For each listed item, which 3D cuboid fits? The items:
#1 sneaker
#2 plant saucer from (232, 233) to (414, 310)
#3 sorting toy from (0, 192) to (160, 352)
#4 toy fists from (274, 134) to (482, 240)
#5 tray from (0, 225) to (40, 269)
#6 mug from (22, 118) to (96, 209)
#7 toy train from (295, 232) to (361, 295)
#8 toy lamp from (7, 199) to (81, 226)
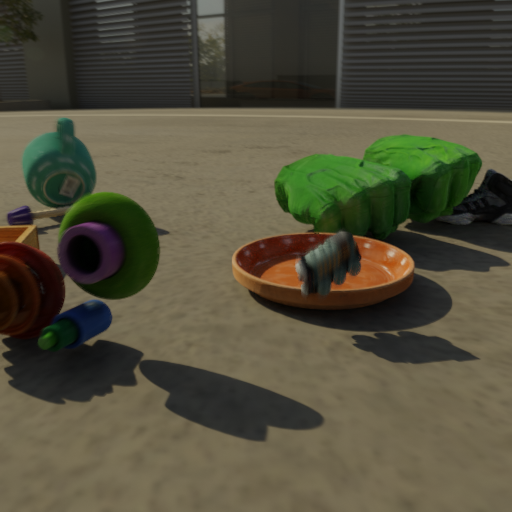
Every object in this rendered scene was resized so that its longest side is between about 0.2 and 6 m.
[{"bbox_3d":[4.310,-1.177,10.957,1.843,1.049,0.695,2,18,6],"label":"sneaker"},{"bbox_3d":[0.915,0.194,7.842,2.497,0.403,2.497,-1,19,0],"label":"plant saucer"},{"bbox_3d":[-2.096,0.302,5.729,2.284,1.373,0.938,-26,3,18],"label":"sorting toy"},{"bbox_3d":[2.428,-1.277,10.423,4.067,1.398,2.073,-17,24,-28],"label":"toy fists"},{"bbox_3d":[-4.890,0.076,7.938,3.146,0.583,1.552,-3,19,-7],"label":"tray"},{"bbox_3d":[-4.198,-1.834,11.824,1.458,1.775,1.097,-25,47,-7],"label":"mug"},{"bbox_3d":[0.834,0.091,6.466,0.887,0.505,0.378,-30,19,-24],"label":"toy train"},{"bbox_3d":[-4.048,-0.826,10.921,1.527,0.444,0.444,-14,23,-43],"label":"toy lamp"}]
